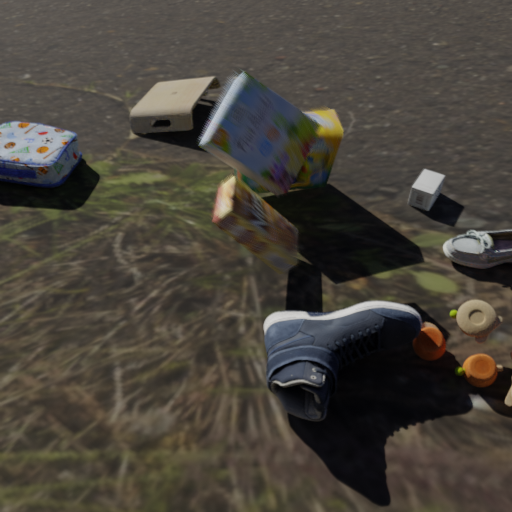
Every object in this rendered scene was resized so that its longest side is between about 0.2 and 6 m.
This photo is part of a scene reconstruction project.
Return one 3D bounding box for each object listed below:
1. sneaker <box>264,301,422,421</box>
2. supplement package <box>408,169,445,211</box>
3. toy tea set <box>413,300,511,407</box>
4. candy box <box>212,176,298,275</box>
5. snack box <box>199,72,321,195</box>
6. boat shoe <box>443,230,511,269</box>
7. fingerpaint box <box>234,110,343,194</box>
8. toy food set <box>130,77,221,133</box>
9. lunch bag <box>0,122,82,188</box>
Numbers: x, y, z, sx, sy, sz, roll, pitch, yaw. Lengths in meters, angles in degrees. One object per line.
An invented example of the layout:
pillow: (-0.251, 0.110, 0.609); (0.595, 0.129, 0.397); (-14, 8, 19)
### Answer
sneaker: (1.282, 1.501, 8.009); (2.387, 0.907, 1.725); (-7, 31, 7)
supplement package: (3.541, -1.373, 11.651); (0.461, 0.460, 0.786); (23, 47, 22)
toy tea set: (3.512, 1.470, 8.501); (2.217, 0.820, 1.318); (27, 78, 22)
candy box: (0.022, -0.517, 9.710); (0.453, 1.637, 0.945); (-34, 32, 31)
snack box: (0.079, -2.015, 9.391); (1.625, 0.550, 1.370); (29, 80, -17)
boat shoe: (4.440, -0.215, 10.239); (1.976, 0.634, 0.728); (1, 42, 1)
fingerpaint box: (0.606, -2.049, 11.242); (1.909, 1.593, 0.700); (-7, 56, -13)
toy food set: (-2.016, -3.843, 14.339); (1.662, 0.700, 2.316); (1, 39, 19)
lunch bag: (-5.057, -2.205, 12.355); (2.070, 0.782, 1.658); (7, 45, 6)
